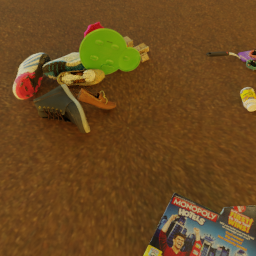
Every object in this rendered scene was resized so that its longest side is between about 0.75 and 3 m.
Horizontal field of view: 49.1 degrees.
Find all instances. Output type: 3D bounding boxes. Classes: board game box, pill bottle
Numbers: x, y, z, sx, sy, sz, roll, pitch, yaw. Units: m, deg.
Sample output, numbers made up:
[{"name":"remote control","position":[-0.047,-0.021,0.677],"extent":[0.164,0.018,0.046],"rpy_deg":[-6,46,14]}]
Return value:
[{"name":"board game box","position":[2.244,3.096,7.502],"extent":[2.867,0.884,2.865],"rpy_deg":[23,52,19]},{"name":"pill bottle","position":[4.924,-1.149,11.351],"extent":[0.532,0.532,0.974],"rpy_deg":[1,50,1]}]

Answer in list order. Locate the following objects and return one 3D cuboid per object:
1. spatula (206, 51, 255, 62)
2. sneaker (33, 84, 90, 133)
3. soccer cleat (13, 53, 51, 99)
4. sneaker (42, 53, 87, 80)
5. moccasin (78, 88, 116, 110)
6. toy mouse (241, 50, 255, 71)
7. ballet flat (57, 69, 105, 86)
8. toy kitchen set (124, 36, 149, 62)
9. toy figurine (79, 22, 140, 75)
[{"name":"spatula","position":[4.969,-3.495,13.415],"extent":[2.622,0.269,0.741],"rpy_deg":[0,50,-12]},{"name":"sneaker","position":[-2.519,-0.489,10.606],"extent":[1.474,1.038,2.775],"rpy_deg":[-27,47,-14]},{"name":"soccer cleat","position":[-4.326,-2.229,12.125],"extent":[1.230,0.995,2.849],"rpy_deg":[0,45,20]},{"name":"sneaker","position":[-2.721,-2.916,12.747],"extent":[2.454,0.920,1.063],"rpy_deg":[-17,44,-24]},{"name":"moccasin","position":[-1.168,-1.152,10.987],"extent":[1.592,0.615,0.582],"rpy_deg":[19,18,-23]},{"name":"toy mouse","position":[5.943,-3.159,13.129],"extent":[1.473,0.321,1.658],"rpy_deg":[9,61,5]},{"name":"ballet flat","position":[-2.045,-2.186,12.088],"extent":[2.070,0.732,0.732],"rpy_deg":[-7,50,-3]},{"name":"toy kitchen set","position":[0.529,-3.817,13.287],"extent":[1.155,1.042,0.942],"rpy_deg":[-28,56,-17]},{"name":"toy figurine","position":[-1.009,-3.954,13.141],"extent":[2.797,2.100,2.575],"rpy_deg":[8,36,-23]}]
